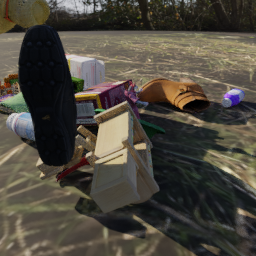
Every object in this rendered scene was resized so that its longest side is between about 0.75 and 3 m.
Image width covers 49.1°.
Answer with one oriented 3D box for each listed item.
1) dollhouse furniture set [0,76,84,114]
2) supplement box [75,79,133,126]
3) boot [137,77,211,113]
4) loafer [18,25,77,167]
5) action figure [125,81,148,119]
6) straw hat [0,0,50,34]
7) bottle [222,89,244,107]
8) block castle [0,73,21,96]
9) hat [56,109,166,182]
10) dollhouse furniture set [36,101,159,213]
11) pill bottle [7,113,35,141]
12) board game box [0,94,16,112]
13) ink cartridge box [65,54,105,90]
[{"bbox_3d":[-3.237,-1.211,10.129,2.749,1.380,1.801,17,28,22],"label":"dollhouse furniture set"},{"bbox_3d":[-0.873,-0.953,10.039,1.340,1.040,2.429,0,20,31],"label":"supplement box"},{"bbox_3d":[1.800,-1.172,11.207,2.615,1.003,2.030,-7,36,-9],"label":"boot"},{"bbox_3d":[-1.215,-0.470,4.452,0.748,2.203,0.773,-2,21,2],"label":"loafer"},{"bbox_3d":[0.077,-0.860,9.536,1.121,1.505,1.008,-6,22,-5],"label":"action figure"},{"bbox_3d":[-1.891,-2.246,5.221,0.740,1.749,1.749,34,26,-4],"label":"straw hat"},{"bbox_3d":[4.324,-1.226,11.621,0.632,0.494,1.514,18,29,33],"label":"bottle"},{"bbox_3d":[-5.527,-2.230,13.399,1.946,0.913,1.301,-15,28,-31],"label":"block castle"},{"bbox_3d":[-0.365,0.707,7.540,2.311,2.034,1.914,18,-6,-4],"label":"hat"},{"bbox_3d":[-0.738,1.134,5.828,2.462,1.548,2.784,-24,27,14],"label":"dollhouse furniture set"},{"bbox_3d":[-2.980,-0.045,8.569,1.439,0.782,0.782,13,27,27],"label":"pill bottle"},{"bbox_3d":[-4.788,-1.037,11.387,1.006,0.345,1.217,8,25,15],"label":"board game box"},{"bbox_3d":[-2.352,-2.518,13.228,2.712,1.580,0.915,17,29,34],"label":"ink cartridge box"}]
